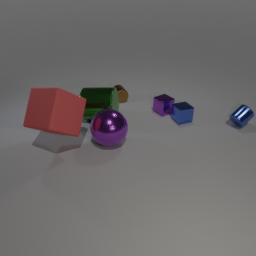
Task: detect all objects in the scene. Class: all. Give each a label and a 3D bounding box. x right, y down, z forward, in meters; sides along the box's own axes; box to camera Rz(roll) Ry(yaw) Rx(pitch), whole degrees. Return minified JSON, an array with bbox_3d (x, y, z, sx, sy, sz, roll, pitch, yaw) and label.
[{"bbox_3d":[-0.408,-1.691,13.840,0.700,0.700,0.700,-10,33,-16],"label":"cylinder"},{"bbox_3d":[4.731,-0.497,11.655,0.700,0.700,0.700,-41,41,-4],"label":"cylinder"},{"bbox_3d":[2.353,-0.658,12.138,0.700,0.700,0.700,-11,32,-18],"label":"cube"},{"bbox_3d":[-0.698,-0.013,10.401,1.400,1.400,1.400,0,31,0],"label":"ball"},{"bbox_3d":[-2.534,-0.545,9.781,1.400,1.400,1.400,6,-8,34],"label":"cube"},{"bbox_3d":[-1.208,-1.036,11.980,1.400,1.400,1.400,1,31,11],"label":"cylinder"},{"bbox_3d":[1.629,-1.062,12.804,0.700,0.700,0.700,-21,38,-30],"label":"cube"}]
